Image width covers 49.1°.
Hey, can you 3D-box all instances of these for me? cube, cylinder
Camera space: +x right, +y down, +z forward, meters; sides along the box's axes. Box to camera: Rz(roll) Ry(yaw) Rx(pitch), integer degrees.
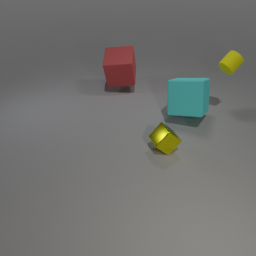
[{"bbox_3d":[-0.379,-3.041,13.843,1.400,1.400,1.400,-2,51,7],"label":"cube"},{"bbox_3d":[2.469,-1.279,11.362,1.400,1.400,1.400,5,15,25],"label":"cube"},{"bbox_3d":[1.272,0.367,9.647,0.700,0.700,0.700,33,15,-33],"label":"cube"},{"bbox_3d":[4.178,-2.646,11.358,0.700,0.700,0.700,-47,41,0],"label":"cylinder"}]
